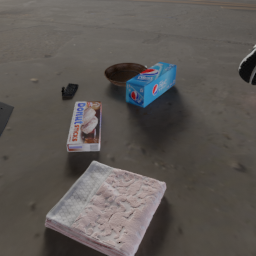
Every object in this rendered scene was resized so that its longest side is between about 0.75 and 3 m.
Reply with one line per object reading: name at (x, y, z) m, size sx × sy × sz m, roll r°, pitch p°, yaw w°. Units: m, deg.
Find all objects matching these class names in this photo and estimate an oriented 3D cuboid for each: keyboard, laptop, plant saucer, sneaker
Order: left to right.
laptop at (-5.215, -0.186, 9.178) m, size 2.154 × 1.248 × 2.016 m, roll -28°, pitch 32°, yaw 10°
keyboard at (-2.396, -1.559, 11.289) m, size 0.625 × 0.134 × 1.041 m, roll 2°, pitch 32°, yaw 3°
plant saucer at (-0.056, -2.271, 12.092) m, size 1.946 × 0.356 × 1.946 m, roll -1°, pitch 38°, yaw 1°
sneaker at (3.989, -2.343, 7.012) m, size 1.096 × 2.973 × 1.189 m, roll 41°, pitch 60°, yaw 0°

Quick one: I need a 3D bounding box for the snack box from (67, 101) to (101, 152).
snack box at (-1.323, -0.130, 8.882) m, size 0.916 × 0.310 × 2.548 m, roll -2°, pitch 33°, yaw -3°

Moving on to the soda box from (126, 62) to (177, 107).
soda box at (0.957, -1.755, 10.899) m, size 0.817 × 0.863 × 2.546 m, roll 20°, pitch 38°, yaw 28°

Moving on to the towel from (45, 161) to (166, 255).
towel at (-0.411, 1.633, 6.131) m, size 2.007 × 0.339 × 2.101 m, roll 14°, pitch 36°, yaw 21°
